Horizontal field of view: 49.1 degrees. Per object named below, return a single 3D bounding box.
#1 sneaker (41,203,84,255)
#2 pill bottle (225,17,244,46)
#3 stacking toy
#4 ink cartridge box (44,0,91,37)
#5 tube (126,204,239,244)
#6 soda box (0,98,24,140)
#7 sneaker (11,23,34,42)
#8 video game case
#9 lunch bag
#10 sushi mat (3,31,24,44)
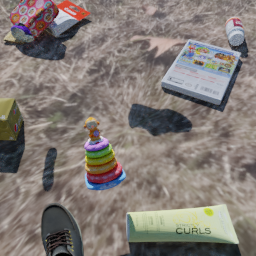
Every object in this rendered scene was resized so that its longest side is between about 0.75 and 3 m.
[{"bbox_3d":[-1.306,2.255,5.557,0.796,1.131,2.129,-19,52,-15],"label":"sneaker"},{"bbox_3d":[4.199,-3.786,10.988,0.642,0.642,1.172,5,50,4],"label":"pill bottle"},{"bbox_3d":[-0.564,0.441,5.411,0.791,1.364,0.748,-14,19,-10],"label":"stacking toy"},{"bbox_3d":[-2.877,-4.849,11.797,1.650,0.579,2.030,36,69,22],"label":"ink cartridge box"},{"bbox_3d":[1.145,2.096,6.096,2.358,0.612,0.684,1,88,-6],"label":"tube"},{"bbox_3d":[-4.435,-0.263,7.833,2.666,0.903,0.853,0,50,0],"label":"soda box"},{"bbox_3d":[-2.841,-2.578,7.367,0.306,0.880,0.438,-22,87,8],"label":"sneaker"},{"bbox_3d":[2.614,-2.067,9.790,2.012,0.253,2.810,21,53,17],"label":"video game case"},{"bbox_3d":[-3.728,-4.522,10.922,1.784,0.731,1.571,-41,70,6],"label":"lunch bag"},{"bbox_3d":[-4.344,-4.023,11.499,0.846,0.107,1.768,12,51,2],"label":"sushi mat"}]
